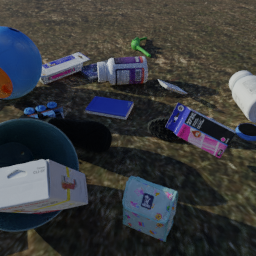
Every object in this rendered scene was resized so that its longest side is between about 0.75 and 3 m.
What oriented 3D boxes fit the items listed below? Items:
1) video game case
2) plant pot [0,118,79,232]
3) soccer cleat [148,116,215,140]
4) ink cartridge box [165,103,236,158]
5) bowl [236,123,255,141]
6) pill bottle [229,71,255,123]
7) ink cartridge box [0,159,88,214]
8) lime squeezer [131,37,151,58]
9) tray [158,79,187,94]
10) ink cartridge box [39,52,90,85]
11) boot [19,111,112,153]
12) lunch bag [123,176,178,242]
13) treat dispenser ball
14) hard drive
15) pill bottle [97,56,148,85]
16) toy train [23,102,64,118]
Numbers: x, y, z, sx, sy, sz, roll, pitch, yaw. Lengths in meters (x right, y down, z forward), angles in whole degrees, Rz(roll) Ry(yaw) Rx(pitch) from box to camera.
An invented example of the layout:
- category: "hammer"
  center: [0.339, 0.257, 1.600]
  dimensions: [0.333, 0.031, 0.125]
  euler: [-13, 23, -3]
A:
- category: "video game case"
  center: [-1.126, -2.645, 12.690]
  dimensions: [1.957, 0.186, 1.398]
  euler: [-22, 42, -25]
- category: "plant pot"
  center: [-2.518, 0.940, 6.443]
  dimensions: [2.341, 2.341, 1.577]
  euler: [-25, 15, -29]
- category: "soccer cleat"
  center: [1.690, -0.037, 8.887]
  dimensions: [2.112, 0.720, 0.773]
  euler: [-4, 8, 7]
- category: "ink cartridge box"
  center: [1.929, 0.053, 7.606]
  dimensions: [1.712, 0.811, 0.317]
  euler: [29, 17, 10]
- category: "bowl"
  center: [3.889, 0.107, 8.998]
  dimensions: [0.793, 0.156, 0.793]
  euler: [0, 36, 0]
- category: "pill bottle"
  center: [4.368, -1.178, 9.875]
  dimensions: [1.168, 1.168, 2.042]
  euler: [-2, 37, -3]
- category: "ink cartridge box"
  center: [-1.689, 1.224, 5.518]
  dimensions: [1.237, 1.704, 0.711]
  euler: [-14, 69, 10]
- category: "lime squeezer"
  center: [0.655, -4.518, 14.953]
  dimensions: [0.968, 0.517, 2.742]
  euler: [-1, 36, -1]
- category: "tray"
  center: [1.675, -1.520, 10.597]
  dimensions: [1.192, 0.132, 0.640]
  euler: [11, 24, -41]
- category: "ink cartridge box"
  center: [-2.902, -2.687, 12.382]
  dimensions: [2.345, 0.435, 1.110]
  euler: [-29, 44, -22]
- category: "boot"
  center: [-1.871, 0.085, 8.275]
  dimensions: [2.295, 0.876, 1.928]
  euler: [13, -3, -41]
- category: "lunch bag"
  center: [0.467, 1.653, 5.972]
  dimensions: [1.086, 1.275, 0.778]
  euler: [17, 40, 20]
- category: "treat dispenser ball"
  center: [-4.525, -2.362, 10.327]
  dimensions: [2.610, 2.610, 2.610]
  euler: [0, 37, 0]
- category: "hard drive"
  center: [-0.650, -0.748, 10.114]
  dimensions: [1.498, 0.190, 0.988]
  euler: [10, 38, 13]
- category: "pill bottle"
  center: [-0.244, -2.336, 11.495]
  dimensions: [1.961, 1.092, 1.092]
  euler: [-4, 37, -7]
- category: "toy train"
  center: [-2.779, -0.342, 9.263]
  dimensions: [1.442, 0.625, 0.824]
  euler: [-18, 49, -26]
